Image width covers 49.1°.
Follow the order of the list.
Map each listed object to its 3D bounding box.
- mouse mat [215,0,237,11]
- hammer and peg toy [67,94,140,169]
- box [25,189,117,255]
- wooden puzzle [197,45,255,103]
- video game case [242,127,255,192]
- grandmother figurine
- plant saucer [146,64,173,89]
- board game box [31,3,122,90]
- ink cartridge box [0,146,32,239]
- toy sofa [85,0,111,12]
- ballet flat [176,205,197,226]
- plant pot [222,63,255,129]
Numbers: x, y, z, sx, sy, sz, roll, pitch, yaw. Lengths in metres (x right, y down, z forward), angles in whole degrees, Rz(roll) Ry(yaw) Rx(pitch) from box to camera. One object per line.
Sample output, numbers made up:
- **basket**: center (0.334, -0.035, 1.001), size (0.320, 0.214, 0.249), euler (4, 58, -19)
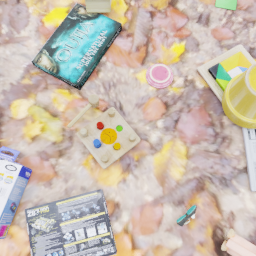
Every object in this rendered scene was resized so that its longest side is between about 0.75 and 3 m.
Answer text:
- **mouse mat**: center (3.794, -4.858, 10.815), size (0.824, 0.031, 0.663), euler (12, 71, 5)
- **hammer and peg toy**: center (-0.822, 0.080, 8.731), size (1.528, 0.733, 2.077), euler (-38, 75, -10)
- **box**: center (-1.591, 2.863, 7.813), size (2.244, 0.551, 1.809), euler (-15, 76, -5)
- **wooden puzzle**: center (3.672, -1.803, 9.564), size (2.020, 0.376, 1.869), euler (-28, 73, -9)
- **video game case**: center (4.716, 0.742, 8.553), size (2.128, 0.258, 2.337), euler (-3, 70, 10)
- **grandmother figurine**: center (3.354, 3.406, 7.190), size (1.823, 0.552, 1.106), euler (19, 82, 45)
- **plant saucer**: center (1.092, -1.826, 9.645), size (0.955, 0.242, 0.955), euler (0, 70, 0)
- **board game box**: center (-1.770, -2.959, 9.949), size (1.964, 0.409, 2.904), euler (28, 73, 9)
- **ink cartridge box**: center (-3.942, 1.697, 8.035), size (1.690, 0.946, 2.477), euler (16, 74, 5)
- **toy sofa**: center (-1.039, -5.337, 10.221), size (0.917, 1.081, 2.215), euler (1, 58, 0)
- **ballet flat**: center (1.705, 2.498, 7.920), size (0.750, 0.255, 0.257), euler (-41, 98, 3)
- **plant pot**: center (3.844, -1.050, 8.248), size (1.798, 1.691, 1.798), euler (-2, 74, 7)
